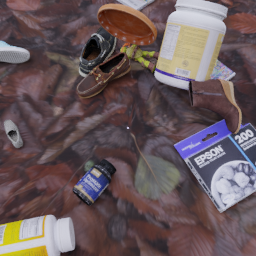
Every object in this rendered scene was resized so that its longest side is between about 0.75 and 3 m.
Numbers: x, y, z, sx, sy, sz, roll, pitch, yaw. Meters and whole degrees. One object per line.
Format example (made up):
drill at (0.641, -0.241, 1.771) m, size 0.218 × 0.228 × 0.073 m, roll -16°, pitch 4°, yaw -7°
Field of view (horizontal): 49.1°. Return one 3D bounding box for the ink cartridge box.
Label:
ink cartridge box at (3.086, 0.888, 8.592) m, size 2.438 × 0.534 × 2.461 m, roll -27°, pitch 64°, yaw -12°

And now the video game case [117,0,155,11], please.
video game case at (0.310, -6.228, 12.950) m, size 1.752 × 0.220 × 1.925 m, roll -40°, pitch 67°, yaw -21°

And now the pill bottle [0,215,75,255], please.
pill bottle at (-2.452, 2.894, 7.126) m, size 2.073 × 1.132 × 1.132 m, roll -10°, pitch 60°, yaw -6°

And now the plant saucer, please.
plant saucer at (-0.006, -3.623, 9.811) m, size 2.191 × 2.191 × 0.354 m, roll 20°, pitch 84°, yaw 11°

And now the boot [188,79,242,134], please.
boot at (2.618, -0.652, 8.589) m, size 1.475 × 0.642 × 1.774 m, roll -3°, pitch 78°, yaw -14°

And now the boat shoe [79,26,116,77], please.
boat shoe at (-1.121, -3.185, 10.803) m, size 0.965 × 0.909 × 2.688 m, roll 16°, pitch 60°, yaw 11°

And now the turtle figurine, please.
turtle figurine at (0.396, -2.863, 10.730) m, size 1.647 × 0.658 × 2.043 m, roll 21°, pitch 60°, yaw 10°

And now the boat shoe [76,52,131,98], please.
boat shoe at (-0.925, -1.924, 9.933) m, size 2.231 × 0.785 × 0.785 m, roll -37°, pitch 70°, yaw -4°

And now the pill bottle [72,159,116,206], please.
pill bottle at (-0.944, 1.546, 8.149) m, size 0.717 × 0.717 × 1.282 m, roll 34°, pitch 66°, yaw 18°

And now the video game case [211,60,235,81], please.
video game case at (3.020, -2.248, 10.673) m, size 1.233 × 0.155 × 1.722 m, roll -35°, pitch 66°, yaw -19°

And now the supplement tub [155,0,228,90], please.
supplement tub at (2.061, -2.699, 9.229) m, size 1.904 × 2.619 × 1.904 m, roll 12°, pitch 19°, yaw -4°

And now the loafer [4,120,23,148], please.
loafer at (-3.764, 0.134, 9.149) m, size 0.399 × 0.398 × 1.140 m, roll -31°, pitch 65°, yaw -17°

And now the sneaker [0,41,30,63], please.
sneaker at (-4.768, -3.049, 10.789) m, size 2.056 × 0.760 × 0.842 m, roll 3°, pitch 64°, yaw 1°
